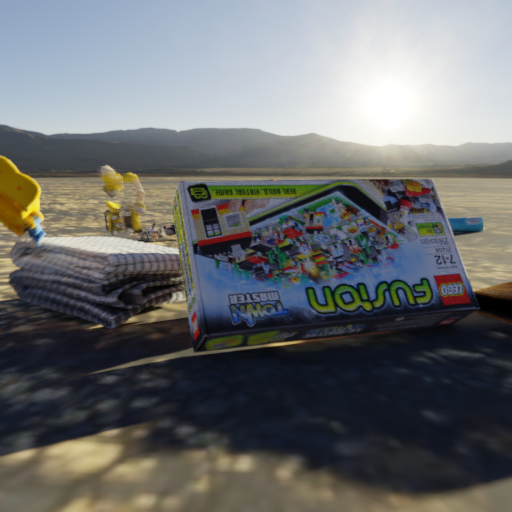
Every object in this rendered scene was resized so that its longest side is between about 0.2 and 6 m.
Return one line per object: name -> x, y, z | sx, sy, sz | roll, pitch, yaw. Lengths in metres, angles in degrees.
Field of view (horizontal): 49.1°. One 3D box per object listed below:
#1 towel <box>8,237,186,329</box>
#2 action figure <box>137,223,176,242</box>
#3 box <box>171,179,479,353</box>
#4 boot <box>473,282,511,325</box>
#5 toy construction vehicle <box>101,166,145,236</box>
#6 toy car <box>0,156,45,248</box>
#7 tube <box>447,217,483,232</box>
towel -> -1.496, 0.204, 5.691 | 1.585, 0.678, 1.312 | 9, 7, 32
action figure -> -1.735, -0.455, 10.460 | 1.035, 0.359, 0.673 | -10, 19, -31
box -> 0.597, 0.010, 4.839 | 2.464, 1.356, 0.428 | -4, -25, -19
boot -> 3.154, 0.324, 5.524 | 2.593, 0.888, 2.441 | -12, 21, -21
toy construction vehicle -> -2.106, -0.825, 8.940 | 0.409, 1.161, 1.010 | -16, 27, -29
toy car -> -0.874, -0.347, 5.358 | 3.028, 1.485, 1.008 | 25, -31, -7
tube -> 4.132, -0.657, 11.800 | 1.203, 0.303, 0.466 | 1, 25, 14
